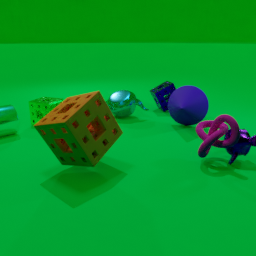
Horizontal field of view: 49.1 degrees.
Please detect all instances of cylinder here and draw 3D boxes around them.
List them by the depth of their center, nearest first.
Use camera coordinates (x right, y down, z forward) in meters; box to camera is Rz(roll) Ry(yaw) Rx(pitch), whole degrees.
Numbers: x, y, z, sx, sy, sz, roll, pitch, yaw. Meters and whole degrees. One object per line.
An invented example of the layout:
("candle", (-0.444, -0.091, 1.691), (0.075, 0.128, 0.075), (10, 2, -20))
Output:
("cylinder", (-3.651, -0.178, 7.931), (0.851, 0.851, 0.851), (-16, 24, -39))

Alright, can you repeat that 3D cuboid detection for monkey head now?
("monkey head", (2.508, 0.306, 6.274), (0.618, 1.025, 0.737), (2, -7, -9))

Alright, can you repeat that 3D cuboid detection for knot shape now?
("knot shape", (1.888, 0.216, 6.235), (0.516, 1.044, 1.116), (39, -7, -18))

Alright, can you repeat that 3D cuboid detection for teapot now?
("teapot", (-0.125, -0.783, 9.769), (1.708, 0.836, 1.062), (-1, 40, 23))

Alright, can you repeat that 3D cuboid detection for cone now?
("cone", (1.686, -0.623, 8.281), (1.282, 1.282, 1.287), (7, 10, 19))

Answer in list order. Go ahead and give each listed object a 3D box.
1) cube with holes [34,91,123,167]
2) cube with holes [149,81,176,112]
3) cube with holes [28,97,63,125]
("cube with holes", (-0.999, 0.031, 5.803), (1.069, 1.069, 1.069), (-4, 34, 42))
("cube with holes", (1.410, -1.209, 10.572), (0.787, 0.787, 0.787), (-30, 19, -1))
("cube with holes", (-2.636, -0.539, 9.133), (0.774, 0.774, 0.774), (7, 20, 20))
